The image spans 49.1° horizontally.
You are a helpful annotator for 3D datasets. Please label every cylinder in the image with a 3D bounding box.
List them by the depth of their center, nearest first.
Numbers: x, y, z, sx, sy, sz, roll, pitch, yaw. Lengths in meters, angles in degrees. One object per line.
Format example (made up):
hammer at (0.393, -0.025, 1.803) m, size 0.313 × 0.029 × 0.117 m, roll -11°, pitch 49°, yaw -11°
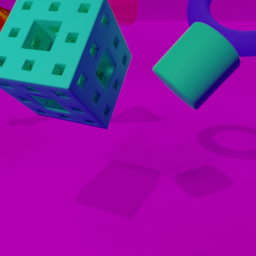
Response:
cylinder at (0.852, -0.769, 3.553) m, size 0.782 × 0.782 × 0.782 m, roll 42°, pitch 8°, yaw -7°

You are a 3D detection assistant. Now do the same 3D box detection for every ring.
ring at (1.964, -2.026, 4.637) m, size 1.955 × 0.391 × 1.955 m, roll -5°, pitch 66°, yaw 12°

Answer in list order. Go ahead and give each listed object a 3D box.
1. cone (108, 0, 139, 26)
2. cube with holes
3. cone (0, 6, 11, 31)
cone at (-0.885, -2.734, 5.975) m, size 1.615 × 1.609 × 1.609 m, roll -28°, pitch 32°, yaw -18°
cube with holes at (-0.740, -0.766, 3.347) m, size 1.086 × 1.086 × 1.086 m, roll 12°, pitch -17°, yaw 20°
cone at (-3.864, -3.377, 8.146) m, size 0.862 × 0.865 × 0.862 m, roll -30°, pitch 34°, yaw 24°
